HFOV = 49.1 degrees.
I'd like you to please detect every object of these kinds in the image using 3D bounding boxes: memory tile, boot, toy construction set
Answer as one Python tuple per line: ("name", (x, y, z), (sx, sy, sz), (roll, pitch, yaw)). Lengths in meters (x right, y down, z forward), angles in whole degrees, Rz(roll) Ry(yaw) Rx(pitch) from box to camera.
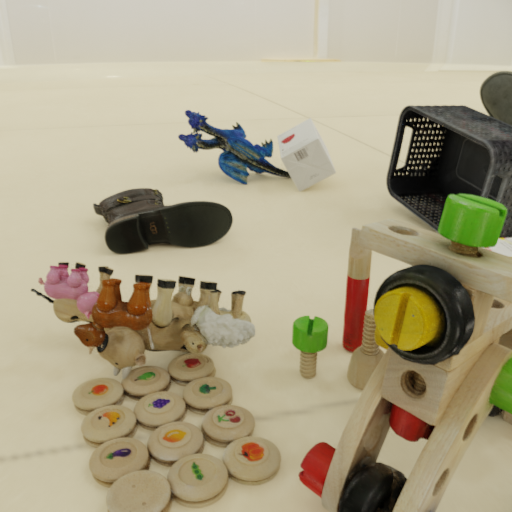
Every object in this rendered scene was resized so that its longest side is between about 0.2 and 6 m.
("memory tile", (-0.755, 1.447, 4.816), (1.422, 0.156, 1.855), (-11, 26, -24))
("boot", (-1.595, -0.758, 9.223), (2.162, 0.748, 1.882), (-8, 25, -12))
("toy construction set", (1.380, 0.469, 4.336), (2.536, 2.336, 3.041), (-8, 24, -19))
("boot", (5.367, -2.294, 11.012), (3.005, 1.199, 3.305), (48, 39, 5))

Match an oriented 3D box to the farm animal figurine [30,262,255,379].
("farm animal figurine", (-1.194, 0.676, 5.637), (1.870, 0.986, 1.890), (6, 2, -29))

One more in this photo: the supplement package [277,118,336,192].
("supplement package", (1.025, -2.142, 11.730), (0.866, 0.855, 1.428), (-27, 27, 13))

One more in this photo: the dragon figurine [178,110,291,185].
("dragon figurine", (-0.271, -2.132, 11.980), (2.941, 0.865, 1.462), (34, 28, 4))

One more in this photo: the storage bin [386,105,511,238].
("storage bin", (3.334, -1.378, 9.141), (1.149, 1.657, 2.451), (-5, 31, -18))

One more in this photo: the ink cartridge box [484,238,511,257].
("ink cartridge box", (3.114, 0.307, 6.589), (1.156, 0.844, 0.848), (-2, 23, -6))
